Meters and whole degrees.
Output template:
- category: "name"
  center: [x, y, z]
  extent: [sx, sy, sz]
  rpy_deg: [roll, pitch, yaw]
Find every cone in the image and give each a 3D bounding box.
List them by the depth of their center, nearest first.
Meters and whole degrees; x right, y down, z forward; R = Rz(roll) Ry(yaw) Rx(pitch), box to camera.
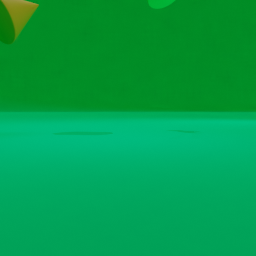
- category: "cone"
  center: [-2.857, -3.049, 7.331]
  extent: [1.301, 1.301, 1.306]
  rpy_deg: [3, 34, 43]

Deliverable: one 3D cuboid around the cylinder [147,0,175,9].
- category: "cylinder"
  center: [0.749, -3.605, 6.887]
  extent: [0.904, 0.904, 0.904]
  rpy_deg: [-21, -14, -5]
